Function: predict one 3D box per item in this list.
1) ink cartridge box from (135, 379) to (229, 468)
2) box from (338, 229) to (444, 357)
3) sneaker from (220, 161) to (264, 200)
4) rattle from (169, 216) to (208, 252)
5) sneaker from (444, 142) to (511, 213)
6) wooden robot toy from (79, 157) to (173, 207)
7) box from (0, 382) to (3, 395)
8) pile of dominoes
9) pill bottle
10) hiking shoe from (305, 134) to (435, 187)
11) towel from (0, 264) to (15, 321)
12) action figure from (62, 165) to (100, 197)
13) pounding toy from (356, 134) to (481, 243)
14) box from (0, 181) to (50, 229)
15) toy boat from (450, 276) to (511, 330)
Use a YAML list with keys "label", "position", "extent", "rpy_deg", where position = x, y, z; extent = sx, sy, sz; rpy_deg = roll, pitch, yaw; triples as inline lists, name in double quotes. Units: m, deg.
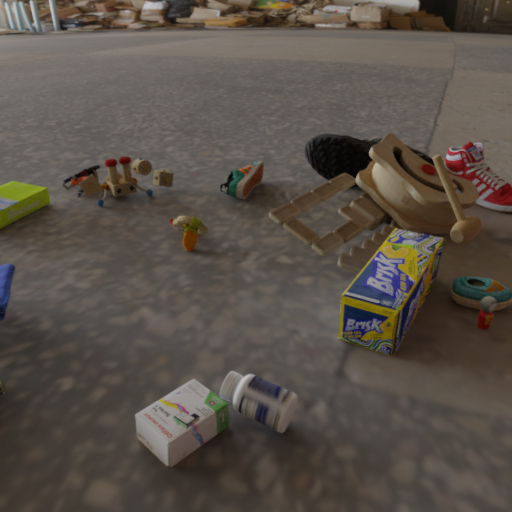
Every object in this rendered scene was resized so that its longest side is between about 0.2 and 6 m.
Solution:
- label: "ink cartridge box"
  position: [-0.908, 2.034, 6.905]
  extent: [0.686, 0.398, 0.947]
  rpy_deg: [25, 37, 38]
- label: "box"
  position: [2.290, 0.493, 9.286]
  extent: [0.941, 0.864, 2.686]
  rpy_deg: [15, 32, 26]
- label: "sneaker"
  position: [-0.332, -1.996, 14.156]
  extent: [0.701, 0.626, 1.755]
  rpy_deg: [14, 32, 16]
- label: "rattle"
  position: [-1.547, -0.439, 11.767]
  extent: [1.055, 0.754, 0.687]
  rpy_deg: [3, -8, 38]
- label: "sneaker"
  position: [5.453, -1.909, 13.263]
  extent: [0.833, 1.316, 2.339]
  rpy_deg: [-24, 36, -37]
- label: "wooden robot toy"
  position: [-3.317, -1.951, 13.833]
  extent: [2.355, 1.038, 1.069]
  rpy_deg: [-16, 22, -29]
- label: "box"
  position: [-4.370, 1.879, 7.032]
  extent: [2.059, 0.516, 0.775]
  rpy_deg: [-25, 32, -37]
- label: "pile of dominoes"
  position: [2.001, -0.562, 11.570]
  extent: [2.380, 0.486, 3.053]
  rpy_deg: [39, 44, 21]
- label: "pill bottle"
  position: [0.023, 1.807, 7.070]
  extent: [0.910, 0.505, 0.505]
  rpy_deg: [21, 34, 18]
- label: "hiking shoe"
  position: [2.962, -2.461, 14.668]
  extent: [3.368, 1.275, 1.695]
  rpy_deg: [15, 22, 10]
- label: "towel"
  position: [-4.879, 0.647, 8.460]
  extent: [2.234, 0.266, 1.618]
  rpy_deg: [-8, 29, -14]
- label: "action figure"
  position: [-4.433, -1.844, 14.205]
  extent: [1.105, 0.578, 1.069]
  rpy_deg: [-19, 15, 22]
- label: "pounding toy"
  position: [3.723, -1.603, 11.692]
  extent: [1.788, 1.794, 3.127]
  rpy_deg: [-18, 55, -35]
- label: "box"
  position: [-5.811, -1.126, 12.705]
  extent: [1.187, 0.464, 1.947]
  rpy_deg: [12, 31, 21]
- label: "toy boat"
  position: [3.762, 0.682, 9.248]
  extent: [1.017, 0.562, 1.210]
  rpy_deg: [7, 29, 12]
